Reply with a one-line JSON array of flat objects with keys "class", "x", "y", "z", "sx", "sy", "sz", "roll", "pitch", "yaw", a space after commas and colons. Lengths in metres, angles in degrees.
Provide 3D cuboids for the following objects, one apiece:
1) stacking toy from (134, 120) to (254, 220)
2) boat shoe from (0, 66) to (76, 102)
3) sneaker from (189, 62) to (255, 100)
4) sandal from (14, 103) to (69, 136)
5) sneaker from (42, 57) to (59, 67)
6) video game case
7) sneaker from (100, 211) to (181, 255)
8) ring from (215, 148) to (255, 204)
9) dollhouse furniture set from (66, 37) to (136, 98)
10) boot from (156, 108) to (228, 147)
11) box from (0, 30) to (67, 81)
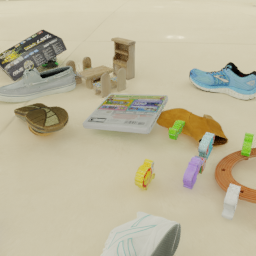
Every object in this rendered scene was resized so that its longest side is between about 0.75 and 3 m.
[{"class": "stacking toy", "x": 1.584, "y": 0.637, "z": 6.210, "sx": 1.969, "sy": 0.613, "sz": 2.611, "roll": 14, "pitch": 40, "yaw": 25}, {"class": "boat shoe", "x": -3.288, "y": -1.695, "z": 10.074, "sx": 2.852, "sy": 1.016, "sz": 0.995, "roll": -17, "pitch": 34, "yaw": -25}, {"class": "sneaker", "x": 3.538, "y": -1.930, "z": 10.336, "sx": 2.575, "sy": 1.158, "sz": 1.009, "roll": 18, "pitch": 35, "yaw": 28}, {"class": "sandal", "x": -2.456, "y": -0.178, "z": 7.917, "sx": 1.098, "sy": 0.739, "sz": 2.735, "roll": -18, "pitch": 20, "yaw": -33}, {"class": "sneaker", "x": -3.723, "y": -3.376, "z": 13.152, "sx": 0.745, "sy": 0.814, "sz": 1.911, "roll": -9, "pitch": 32, "yaw": -15}, {"class": "video game case", "x": -0.032, "y": -0.474, "z": 8.065, "sx": 1.971, "sy": 0.217, "sz": 1.794, "roll": 5, "pitch": 36, "yaw": 25}, {"class": "sneaker", "x": -0.076, "y": 2.005, "z": 4.201, "sx": 0.855, "sy": 0.750, "sz": 2.133, "roll": 15, "pitch": 27, "yaw": 38}, {"class": "ring", "x": 2.910, "y": 0.982, "z": 5.925, "sx": 2.065, "sy": 0.198, "sz": 2.065, "roll": -11, "pitch": 22, "yaw": 4}, {"class": "dollhouse furniture set", "x": -0.879, "y": -2.506, "z": 10.941, "sx": 2.381, "sy": 1.549, "sz": 2.187, "roll": -26, "pitch": 39, "yaw": -37}, {"class": "boot", "x": 1.695, "y": 0.006, "z": 7.562, "sx": 1.786, "sy": 0.628, "sz": 1.278, "roll": 3, "pitch": 28, "yaw": -4}, {"class": "box", "x": -4.329, "y": -3.268, "z": 12.328, "sx": 2.677, "sy": 0.657, "sz": 2.158, "roll": -37, "pitch": 45, "yaw": -16}]
